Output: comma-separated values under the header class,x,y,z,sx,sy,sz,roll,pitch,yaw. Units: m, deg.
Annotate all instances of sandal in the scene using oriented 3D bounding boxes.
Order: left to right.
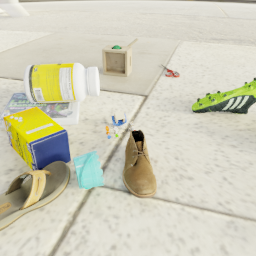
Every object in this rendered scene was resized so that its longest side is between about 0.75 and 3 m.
class,x,y,z,sx,sy,sz,roll,pitch,yaw
sandal,-2.557,1.542,6.964,1.102,0.741,2.743,24,39,35

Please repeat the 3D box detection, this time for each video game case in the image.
class,x,y,z,sx,sy,sz,roll,pitch,yaw
video game case,-3.448,-0.849,11.377,2.932,0.342,2.665,-3,31,-5

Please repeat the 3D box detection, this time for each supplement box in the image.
class,x,y,z,sx,sy,sz,roll,pitch,yaw
supplement box,-2.805,0.332,8.614,1.135,1.128,2.073,-24,38,-34

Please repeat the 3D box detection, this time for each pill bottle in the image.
class,x,y,z,sx,sy,sz,roll,pitch,yaw
pill bottle,-2.522,-1.764,10.997,2.698,1.517,1.517,-2,31,0

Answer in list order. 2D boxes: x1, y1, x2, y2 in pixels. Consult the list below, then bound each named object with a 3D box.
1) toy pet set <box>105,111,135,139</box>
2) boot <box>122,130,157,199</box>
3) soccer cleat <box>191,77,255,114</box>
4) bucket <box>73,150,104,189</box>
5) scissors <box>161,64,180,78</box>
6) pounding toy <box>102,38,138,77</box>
class,x,y,z,sx,sy,sz,roll,pitch,yaw
toy pet set,-0.321,-0.045,10.071,1.059,0.562,0.989,-10,67,-11
boot,0.275,0.916,7.871,0.899,0.922,2.443,-2,32,-7
soccer cleat,4.040,-0.971,11.031,2.980,1.208,1.006,-18,27,13
bucket,-1.050,1.128,7.402,0.649,0.997,0.997,-13,33,-13
scissors,2.333,-3.202,15.572,0.773,0.147,2.113,-4,30,-1
pounding toy,-0.392,-3.818,14.952,1.634,1.775,1.262,8,32,14
